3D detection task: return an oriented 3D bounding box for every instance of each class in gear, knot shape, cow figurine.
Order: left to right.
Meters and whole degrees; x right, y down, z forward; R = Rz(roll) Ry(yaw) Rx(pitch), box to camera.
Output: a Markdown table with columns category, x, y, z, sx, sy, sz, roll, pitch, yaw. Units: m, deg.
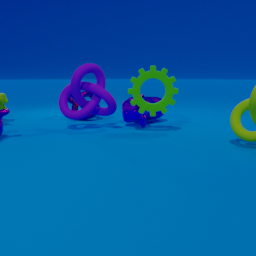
| category | x | y | z | sx | sy | sz | roll | pitch | yaw |
| --- | --- | --- | --- | --- | --- | --- | --- | --- | --- |
| knot shape | -1.615 | -0.868 | 9.547 | 1.372 | 0.677 | 1.466 | 29 | 24 | -9 |
| knot shape | -1.186 | -0.830 | 7.580 | 1.492 | 1.594 | 0.737 | -24 | 22 | 6 |
| cow figurine | 0.542 | -0.570 | 8.507 | 1.712 | 0.940 | 1.684 | -7 | 8 | -24 |
| gear | 0.633 | -0.938 | 7.133 | 1.247 | 1.247 | 0.231 | 1 | 10 | 3 |
| knot shape | 2.713 | -0.257 | 5.626 | 1.308 | 1.398 | 0.646 | -29 | 8 | 23 |

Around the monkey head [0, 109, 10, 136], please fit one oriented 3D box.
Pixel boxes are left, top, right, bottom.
| category | x | y | z | sx | sy | sz | roll | pitch | yaw |
| --- | --- | --- | --- | --- | --- | --- | --- | --- | --- |
| monkey head | -3.051 | -0.087 | 6.453 | 0.769 | 0.645 | 1.070 | -18 | 12 | -15 |

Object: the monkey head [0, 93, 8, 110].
| category | x | y | z | sx | sy | sz | roll | pitch | yaw |
| --- | --- | --- | --- | --- | --- | --- | --- | --- | --- |
| monkey head | -4.211 | -0.810 | 8.697 | 0.799 | 1.110 | 0.669 | 22 | 11 | 19 |
